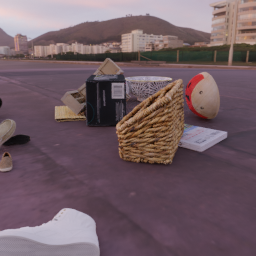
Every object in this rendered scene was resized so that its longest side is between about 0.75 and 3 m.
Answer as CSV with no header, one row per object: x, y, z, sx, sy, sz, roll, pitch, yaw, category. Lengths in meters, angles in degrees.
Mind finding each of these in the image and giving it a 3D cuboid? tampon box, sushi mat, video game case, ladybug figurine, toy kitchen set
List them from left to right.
-2.693,-0.701,12.899,1.302,0.165,2.721,-3,16,-13,sushi mat
-1.167,-1.596,12.791,2.028,2.486,2.243,43,16,1,toy kitchen set
-0.867,-1.242,11.695,1.536,1.824,2.433,-1,15,-2,tampon box
1.786,0.198,9.505,2.507,0.226,1.795,14,22,40,video game case
3.105,-1.360,12.030,1.050,1.982,2.919,-8,9,5,ladybug figurine

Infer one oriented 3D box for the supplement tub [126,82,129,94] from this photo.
-0.966,-2.308,16.353,1.436,1.436,1.976,-9,18,-31,supplement tub

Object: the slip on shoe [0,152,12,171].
-3.082,0.851,7.092,0.315,0.251,0.829,-4,16,-15,slip on shoe

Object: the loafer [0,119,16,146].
-3.736,0.206,8.042,0.491,0.443,1.297,17,57,18,loafer

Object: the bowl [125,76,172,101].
1.162,-2.283,16.521,2.773,1.301,2.773,1,15,0,bowl

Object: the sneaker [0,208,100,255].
-1.195,1.568,4.053,1.523,0.561,0.880,7,12,-10,sneaker

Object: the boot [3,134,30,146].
-3.564,0.319,8.975,0.839,0.325,0.580,-4,11,-16,boot

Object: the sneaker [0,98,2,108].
-5.936,-0.602,11.372,1.422,1.001,2.676,13,28,24,sneaker

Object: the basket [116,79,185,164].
0.598,-0.334,8.015,1.755,1.832,2.459,3,23,19,basket
